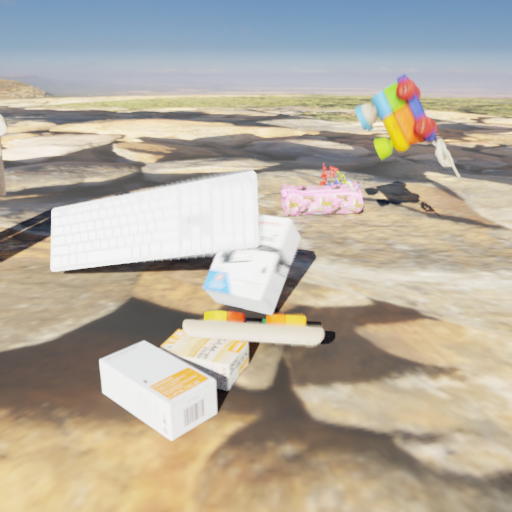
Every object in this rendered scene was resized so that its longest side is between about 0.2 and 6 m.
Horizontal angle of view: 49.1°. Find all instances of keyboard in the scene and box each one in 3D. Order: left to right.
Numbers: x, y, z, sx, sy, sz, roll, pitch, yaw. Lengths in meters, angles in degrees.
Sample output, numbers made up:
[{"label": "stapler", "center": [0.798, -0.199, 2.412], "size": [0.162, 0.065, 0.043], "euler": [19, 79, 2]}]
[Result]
[{"label": "keyboard", "center": [-1.683, -0.451, 8.509], "size": [3.803, 1.070, 0.203], "euler": [-7, -16, 25]}]

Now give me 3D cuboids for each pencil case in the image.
[{"label": "pencil case", "center": [1.470, -1.301, 12.763], "size": [1.856, 0.803, 0.768], "euler": [-3, 30, -4]}]

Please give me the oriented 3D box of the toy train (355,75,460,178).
[{"label": "toy train", "center": [2.623, -2.036, 9.894], "size": [1.147, 1.983, 0.839], "euler": [-26, -2, 24]}]

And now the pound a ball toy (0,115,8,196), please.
[{"label": "pound a ball toy", "center": [-4.897, -1.045, 9.474], "size": [1.684, 2.583, 1.097], "euler": [-14, 24, -34]}]

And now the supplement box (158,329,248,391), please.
[{"label": "supplement box", "center": [-0.632, 1.203, 6.586], "size": [0.951, 0.350, 0.600], "euler": [7, 21, 19]}]

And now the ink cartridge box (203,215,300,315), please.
[{"label": "ink cartridge box", "center": [-0.049, 0.077, 7.999], "size": [0.940, 0.547, 1.300], "euler": [10, 66, 27]}]

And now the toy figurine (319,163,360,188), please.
[{"label": "toy figurine", "center": [2.324, -1.848, 14.357], "size": [0.903, 0.795, 1.507], "euler": [-1, 21, -18]}]

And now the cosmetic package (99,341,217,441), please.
[{"label": "cosmetic package", "center": [-1.057, 1.388, 5.962], "size": [1.239, 0.442, 0.629], "euler": [17, 26, 40]}]

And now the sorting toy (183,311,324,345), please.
[{"label": "sorting toy", "center": [-0.028, 0.838, 6.708], "size": [1.527, 0.301, 1.650], "euler": [4, -6, 0]}]
